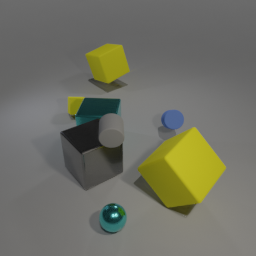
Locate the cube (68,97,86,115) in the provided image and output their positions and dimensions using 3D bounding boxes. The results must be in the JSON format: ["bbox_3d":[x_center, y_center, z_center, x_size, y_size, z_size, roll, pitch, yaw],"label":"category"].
[{"bbox_3d":[-2.122,-0.939,11.743,0.700,0.700,0.700,-1,10,-20],"label":"cube"}]

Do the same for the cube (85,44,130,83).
[{"bbox_3d":[-1.003,-3.216,13.853,1.400,1.400,1.400,-33,33,-23],"label":"cube"}]

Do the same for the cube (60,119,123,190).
[{"bbox_3d":[-1.104,0.763,8.702,1.400,1.400,1.400,-22,38,-30],"label":"cube"}]

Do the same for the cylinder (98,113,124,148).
[{"bbox_3d":[-0.460,0.069,7.780,0.700,0.700,0.700,-2,39,-2],"label":"cylinder"}]

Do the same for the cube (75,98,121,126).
[{"bbox_3d":[-1.008,-0.170,10.181,1.400,1.400,1.400,2,32,4],"label":"cube"}]

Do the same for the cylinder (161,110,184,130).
[{"bbox_3d":[1.597,-0.306,10.121,0.700,0.700,0.700,-2,2,-3],"label":"cylinder"}]

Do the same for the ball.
[{"bbox_3d":[-0.376,2.241,7.022,0.700,0.700,0.700,0,32,0],"label":"ball"}]

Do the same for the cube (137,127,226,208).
[{"bbox_3d":[1.406,1.075,7.459,1.400,1.400,1.400,-40,93,-33],"label":"cube"}]
